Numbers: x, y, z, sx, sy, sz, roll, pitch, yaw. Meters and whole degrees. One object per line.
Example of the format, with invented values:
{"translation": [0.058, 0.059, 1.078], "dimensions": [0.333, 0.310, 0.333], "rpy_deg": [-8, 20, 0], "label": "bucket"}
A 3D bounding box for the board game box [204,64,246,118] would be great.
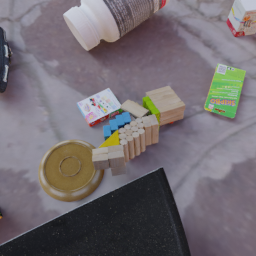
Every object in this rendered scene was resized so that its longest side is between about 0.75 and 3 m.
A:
{"translation": [2.722, -1.039, 7.866], "dimensions": [0.826, 0.259, 1.730], "rpy_deg": [19, 60, 11], "label": "board game box"}

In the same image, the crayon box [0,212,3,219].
{"translation": [-3.520, 2.006, 5.755], "dimensions": [1.487, 0.935, 0.384], "rpy_deg": [-31, 65, -16], "label": "crayon box"}

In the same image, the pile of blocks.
{"translation": [0.191, 0.089, 6.927], "dimensions": [1.216, 0.920, 2.961], "rpy_deg": [34, 58, 31], "label": "pile of blocks"}

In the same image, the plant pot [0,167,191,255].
{"translation": [-0.308, 2.466, 4.682], "dimensions": [2.685, 2.679, 2.382], "rpy_deg": [-23, 75, -13], "label": "plant pot"}

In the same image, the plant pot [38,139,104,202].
{"translation": [-1.381, 0.954, 6.762], "dimensions": [1.612, 0.222, 1.612], "rpy_deg": [0, 60, 0], "label": "plant pot"}

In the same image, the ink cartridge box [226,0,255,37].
{"translation": [3.720, -3.553, 8.814], "dimensions": [0.748, 1.029, 0.745], "rpy_deg": [-11, 61, -6], "label": "ink cartridge box"}

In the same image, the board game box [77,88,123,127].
{"translation": [-0.767, -0.572, 7.618], "dimensions": [1.013, 0.204, 0.775], "rpy_deg": [-27, 64, -14], "label": "board game box"}

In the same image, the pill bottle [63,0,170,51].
{"translation": [-0.349, -3.662, 8.383], "dimensions": [2.992, 1.657, 1.657], "rpy_deg": [-37, 67, -6], "label": "pill bottle"}

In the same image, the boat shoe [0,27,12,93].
{"translation": [-3.807, -2.021, 8.121], "dimensions": [0.798, 1.000, 2.645], "rpy_deg": [23, 45, -35], "label": "boat shoe"}
